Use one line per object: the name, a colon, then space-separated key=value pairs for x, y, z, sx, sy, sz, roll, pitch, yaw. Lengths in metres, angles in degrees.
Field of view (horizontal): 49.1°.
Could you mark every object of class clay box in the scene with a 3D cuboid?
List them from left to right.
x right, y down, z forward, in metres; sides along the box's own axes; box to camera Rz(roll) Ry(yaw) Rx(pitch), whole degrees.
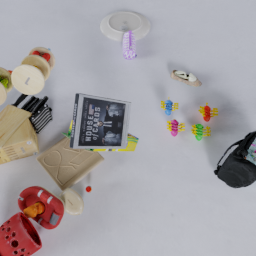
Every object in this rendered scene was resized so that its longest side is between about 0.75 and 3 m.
clay box: x=-0.702 y=0.212 z=7.357 sx=1.072 sy=0.444 sz=1.866 roll=28 pitch=13 yaw=36

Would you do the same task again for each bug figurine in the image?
bug figurine: x=2.104 y=-0.335 z=9.958 sx=2.056 sy=0.529 sz=1.594 roll=10 pitch=60 yaw=2

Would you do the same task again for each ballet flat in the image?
ballet flat: x=2.337 y=-2.013 z=11.224 sx=1.332 sy=0.448 sz=0.454 roll=17 pitch=56 yaw=12

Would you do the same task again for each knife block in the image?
knife block: x=-3.986 y=-0.142 z=9.574 sx=2.858 sy=0.914 sz=2.509 roll=-16 pitch=55 yaw=-11

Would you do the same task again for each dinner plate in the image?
dinner plate: x=-0.142 y=-5.039 z=13.558 sx=2.467 sy=0.299 sz=2.467 roll=0 pitch=55 yaw=1

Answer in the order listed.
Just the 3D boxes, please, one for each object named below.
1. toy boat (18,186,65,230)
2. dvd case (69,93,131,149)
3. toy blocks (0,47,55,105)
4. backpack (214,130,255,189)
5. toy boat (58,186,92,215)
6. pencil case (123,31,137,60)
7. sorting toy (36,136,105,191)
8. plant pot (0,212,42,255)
toy boat: x=-2.498 y=2.212 z=7.713 sx=1.401 sy=0.915 sz=0.914 roll=26 pitch=97 yaw=20
dvd case: x=-0.463 y=-0.087 z=5.105 sx=0.154 sy=0.937 sz=1.247 roll=9 pitch=4 yaw=44
toy blocks: x=-2.659 y=-1.414 z=6.924 sx=1.649 sy=0.718 sz=1.978 roll=-16 pitch=32 yaw=7
backpack: x=3.739 y=0.930 z=8.582 sx=1.184 sy=1.561 sz=1.871 roll=47 pitch=61 yaw=6
toy boat: x=-1.475 y=2.060 z=8.233 sx=1.005 sy=0.467 sz=0.845 roll=-36 pitch=85 yaw=-11
pencil case: x=0.053 y=-3.619 z=12.307 sx=0.587 sy=0.598 sz=1.400 roll=-2 pitch=53 yaw=-2
sorting toy: x=-1.591 y=0.821 z=9.212 sx=2.382 sy=0.351 sz=1.761 roll=-38 pitch=58 yaw=-21
plant pot: x=-2.938 y=2.923 z=7.221 sx=1.022 sy=1.122 sz=1.122 roll=-35 pitch=61 yaw=-16
